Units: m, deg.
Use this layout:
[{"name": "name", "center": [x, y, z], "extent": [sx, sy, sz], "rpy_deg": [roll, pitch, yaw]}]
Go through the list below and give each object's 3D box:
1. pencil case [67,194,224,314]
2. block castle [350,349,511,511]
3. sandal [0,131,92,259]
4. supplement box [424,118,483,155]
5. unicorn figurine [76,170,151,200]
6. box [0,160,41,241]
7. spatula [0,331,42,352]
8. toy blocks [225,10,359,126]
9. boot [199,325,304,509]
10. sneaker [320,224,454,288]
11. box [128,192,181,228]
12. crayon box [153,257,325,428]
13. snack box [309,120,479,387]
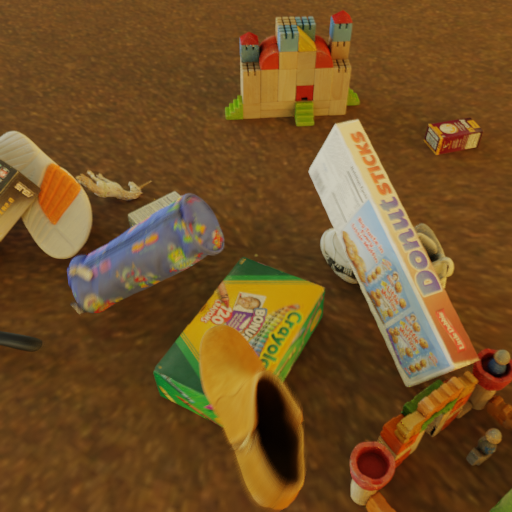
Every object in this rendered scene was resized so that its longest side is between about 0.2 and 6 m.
[{"name": "pencil case", "center": [-1.491, -0.004, 7.232], "extent": [2.136, 0.928, 0.833], "rpy_deg": [-26, 65, 18]}, {"name": "block castle", "center": [2.250, 2.111, 5.834], "extent": [2.380, 1.116, 1.590], "rpy_deg": [-28, 52, -24]}, {"name": "sandal", "center": [-3.255, -1.000, 8.874], "extent": [1.040, 0.778, 2.714], "rpy_deg": [-43, 64, 2]}, {"name": "supplement box", "center": [3.672, -2.233, 10.432], "extent": [0.896, 0.384, 0.494], "rpy_deg": [-12, 48, -11]}, {"name": "unicorn figurine", "center": [-2.426, -1.142, 9.327], "extent": [0.761, 0.409, 1.107], "rpy_deg": [30, 29, 18]}, {"name": "box", "center": [-4.748, -0.884, 8.509], "extent": [2.441, 0.590, 1.933], "rpy_deg": [32, 79, 26]}, {"name": "spatula", "center": [-3.610, 0.976, 7.334], "extent": [2.005, 0.206, 0.567], "rpy_deg": [11, 46, 19]}, {"name": "toy blocks", "center": [0.737, -3.668, 10.758], "extent": [2.747, 1.878, 1.373], "rpy_deg": [-3, 47, -2]}, {"name": "boot", "center": [-0.023, 1.326, 5.419], "extent": [0.739, 1.504, 2.101], "rpy_deg": [-12, 60, -15]}, {"name": "sneaker", "center": [1.801, -0.032, 7.772], "extent": [0.782, 1.196, 2.082], "rpy_deg": [-32, 55, -29]}, {"name": "box", "center": [-1.375, -0.462, 8.701], "extent": [0.898, 0.471, 0.826], "rpy_deg": [-31, 53, -25]}, {"name": "crayon box", "center": [-0.137, 1.078, 7.120], "extent": [1.272, 0.624, 2.142], "rpy_deg": [21, 50, 21]}, {"name": "snack box", "center": [1.556, -0.035, 6.920], "extent": [0.389, 1.150, 3.198], "rpy_deg": [-15, 72, -20]}]
